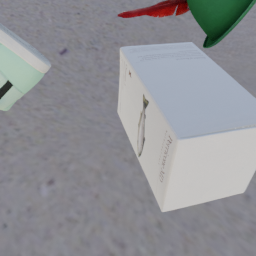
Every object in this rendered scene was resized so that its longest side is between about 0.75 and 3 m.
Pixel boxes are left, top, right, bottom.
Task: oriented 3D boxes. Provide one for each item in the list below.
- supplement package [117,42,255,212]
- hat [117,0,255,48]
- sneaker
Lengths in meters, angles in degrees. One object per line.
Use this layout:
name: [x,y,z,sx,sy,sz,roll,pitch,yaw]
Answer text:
supplement package: [0.886,-0.214,4.866,1.556,1.551,2.653,-8,41,-15]
hat: [1.726,-3.592,6.958,2.496,2.349,2.836,35,77,-7]
sneaker: [-3.199,-1.488,5.396,1.730,2.934,1.080,-48,28,8]
